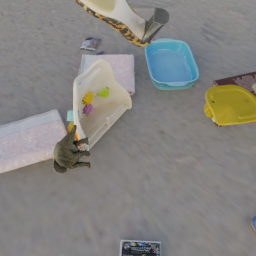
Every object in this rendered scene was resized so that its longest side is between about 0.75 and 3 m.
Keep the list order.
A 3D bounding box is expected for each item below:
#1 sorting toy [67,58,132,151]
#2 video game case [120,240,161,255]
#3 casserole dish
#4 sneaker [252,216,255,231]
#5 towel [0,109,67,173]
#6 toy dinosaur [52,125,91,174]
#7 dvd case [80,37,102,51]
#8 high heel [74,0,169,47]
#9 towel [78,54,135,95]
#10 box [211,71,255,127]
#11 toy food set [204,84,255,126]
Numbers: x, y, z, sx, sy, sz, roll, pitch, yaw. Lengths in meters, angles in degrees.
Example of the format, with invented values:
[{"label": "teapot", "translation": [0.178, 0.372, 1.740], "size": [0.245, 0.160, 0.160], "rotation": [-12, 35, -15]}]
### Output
[{"label": "sorting toy", "translation": [-0.935, -0.781, 7.605], "size": [1.166, 1.964, 2.182], "rotation": [27, 54, 21]}, {"label": "video game case", "translation": [0.254, 2.743, 5.793], "size": [0.866, 0.101, 0.787], "rotation": [2, 50, 3]}, {"label": "casserole dish", "translation": [1.461, -2.189, 9.782], "size": [1.649, 0.528, 2.722], "rotation": [-3, 50, -3]}, {"label": "sneaker", "translation": [3.532, 2.129, 5.915], "size": [1.637, 0.722, 0.616], "rotation": [13, 52, 13]}, {"label": "towel", "translation": [-2.608, 0.280, 7.629], "size": [1.888, 0.304, 1.803], "rotation": [-17, 43, -13]}, {"label": "toy dinosaur", "translation": [-1.389, 0.622, 6.635], "size": [0.935, 1.827, 0.703], "rotation": [-8, 62, -15]}, {"label": "dvd case", "translation": [-1.472, -3.325, 11.063], "size": [0.622, 0.067, 0.837], "rotation": [12, 51, 10]}, {"label": "high heel", "translation": [-0.421, -2.519, 6.285], "size": [2.391, 1.705, 0.854], "rotation": [19, 85, -12]}, {"label": "towel", "translation": [-0.738, -1.883, 9.649], "size": [1.943, 0.328, 2.035], "rotation": [1, 50, 0]}, {"label": "box", "translation": [3.627, -0.934, 8.259], "size": [2.390, 1.197, 0.896], "rotation": [-14, 50, -13]}, {"label": "toy food set", "translation": [2.181, -0.381, 5.786], "size": [1.616, 0.528, 0.951], "rotation": [-8, 58, -26]}]
